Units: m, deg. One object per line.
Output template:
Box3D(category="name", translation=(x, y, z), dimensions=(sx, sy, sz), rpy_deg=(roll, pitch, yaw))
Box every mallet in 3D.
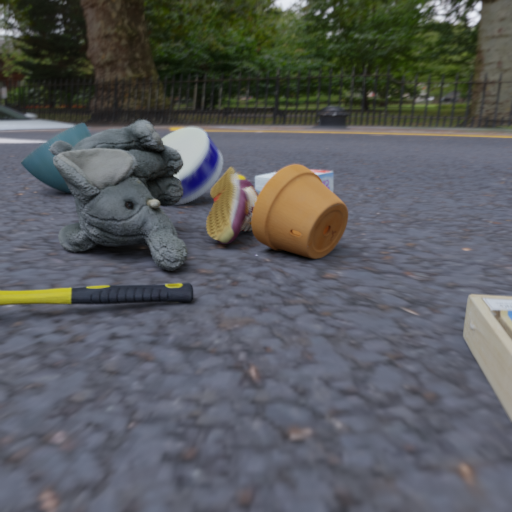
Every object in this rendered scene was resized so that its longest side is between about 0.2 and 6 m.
Box3D(category="mallet", translation=(-2.201, 0.506, 6.272), dimensions=(3.015, 0.621, 0.993), rpy_deg=(1, 15, -11))

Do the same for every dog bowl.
Box3D(category="dog bowl", translation=(-1.744, -2.107, 13.082), dimensions=(1.826, 0.719, 1.826), rpy_deg=(-16, 49, 19))

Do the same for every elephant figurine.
Box3D(category="elephant figurine", translation=(-2.328, -0.924, 9.018), dimensions=(2.347, 2.141, 3.026), rpy_deg=(-25, 26, 18))

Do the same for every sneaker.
Box3D(category="sneaker", translation=(-0.244, -0.788, 10.049), dimensions=(1.030, 0.857, 2.287), rpy_deg=(35, 26, -20))

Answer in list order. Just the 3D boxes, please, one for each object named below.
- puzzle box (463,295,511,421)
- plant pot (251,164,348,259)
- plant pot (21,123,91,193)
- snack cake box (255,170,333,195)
Box3D(category="puzzle box", translation=(3.951, 1.050, 4.273), dimensions=(4.033, 0.513, 2.683), rpy_deg=(2, 17, 6))
Box3D(category="plant pot", translation=(0.762, -0.601, 8.765), dimensions=(1.412, 1.412, 0.988), rpy_deg=(-15, 38, -43))
Box3D(category="plant pot", translation=(-4.804, -2.352, 14.301), dimensions=(1.865, 1.256, 1.865), rpy_deg=(-32, 14, 9))
Box3D(category="snack cake box", translation=(0.949, -1.690, 13.612), dimensions=(1.106, 0.646, 1.923), rpy_deg=(9, 18, 34))
